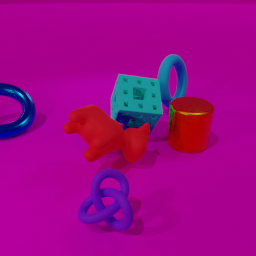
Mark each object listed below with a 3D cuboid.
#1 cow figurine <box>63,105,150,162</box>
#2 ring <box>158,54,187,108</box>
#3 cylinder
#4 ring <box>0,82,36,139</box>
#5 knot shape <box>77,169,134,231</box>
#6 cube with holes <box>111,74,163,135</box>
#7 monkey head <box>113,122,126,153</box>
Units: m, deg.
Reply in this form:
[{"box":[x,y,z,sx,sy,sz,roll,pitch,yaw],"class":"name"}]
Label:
[{"box":[-0.376,0.091,6.364,1.720,0.944,1.693,49,43,11],"class":"cow figurine"},{"box":[1.517,-1.545,9.394,0.358,1.791,1.791,7,26,34],"class":"ring"},{"box":[1.613,-0.107,7.367,1.126,1.126,1.126,1,29,0],"class":"cylinder"},{"box":[-3.755,-0.552,8.197,2.052,0.410,2.052,12,49,-14],"class":"ring"},{"box":[-0.335,1.192,4.816,1.054,0.487,0.987,5,71,21],"class":"knot shape"},{"box":[0.187,-0.609,7.648,1.122,1.122,1.122,5,60,-13],"class":"cube with holes"},{"box":[-0.269,0.258,7.052,1.105,0.795,0.666,-11,71,-20],"class":"monkey head"}]
